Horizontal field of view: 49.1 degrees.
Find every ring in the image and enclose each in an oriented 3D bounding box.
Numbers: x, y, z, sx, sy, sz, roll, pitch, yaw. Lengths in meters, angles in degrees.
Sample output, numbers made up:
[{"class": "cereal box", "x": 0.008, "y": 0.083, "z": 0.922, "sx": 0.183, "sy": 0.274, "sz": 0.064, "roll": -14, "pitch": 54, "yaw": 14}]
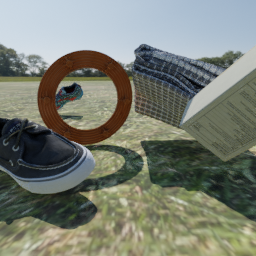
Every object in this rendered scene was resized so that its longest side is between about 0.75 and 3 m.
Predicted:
[{"class": "ring", "x": -0.912, "y": -0.632, "z": 6.409, "sx": 2.229, "sy": 2.229, "sz": 0.214, "roll": -4, "pitch": 18, "yaw": -19}]

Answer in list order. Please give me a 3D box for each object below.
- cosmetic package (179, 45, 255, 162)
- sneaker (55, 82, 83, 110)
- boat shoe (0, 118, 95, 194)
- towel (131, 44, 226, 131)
[{"class": "cosmetic package", "x": 2.058, "y": -0.482, "z": 4.552, "sx": 2.282, "sy": 1.181, "sz": 0.834, "roll": -42, "pitch": 15, "yaw": 47}, {"class": "sneaker", "x": -2.713, "y": -1.371, "z": 11.429, "sx": 1.726, "sy": 0.825, "sz": 0.685, "roll": -29, "pitch": 63, "yaw": -11}, {"class": "boat shoe", "x": -1.715, "y": 0.240, "z": 4.548, "sx": 2.769, "sy": 0.917, "sz": 0.968, "roll": 11, "pitch": 46, "yaw": 42}, {"class": "towel", "x": 1.284, "y": -0.779, "z": 6.821, "sx": 2.594, "sy": 1.110, "sz": 2.148, "roll": 23, "pitch": -14, "yaw": 14}]
